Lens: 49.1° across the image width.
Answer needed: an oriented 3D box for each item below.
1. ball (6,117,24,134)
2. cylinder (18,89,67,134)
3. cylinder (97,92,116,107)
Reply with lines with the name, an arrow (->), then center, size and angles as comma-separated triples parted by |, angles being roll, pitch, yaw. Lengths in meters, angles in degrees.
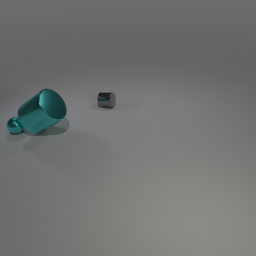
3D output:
ball -> -4.657, -0.110, 11.599 | 0.700, 0.700, 0.700 | 0, 31, 0
cylinder -> -3.452, -0.663, 11.323 | 1.400, 1.400, 1.400 | -26, 19, 29
cylinder -> -1.038, -1.389, 13.674 | 0.700, 0.700, 0.700 | 3, 30, 20
